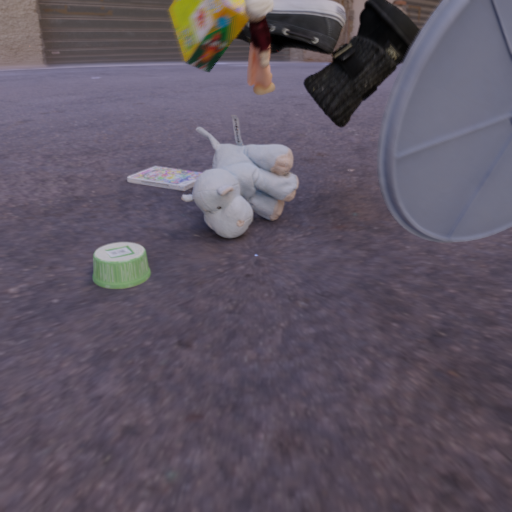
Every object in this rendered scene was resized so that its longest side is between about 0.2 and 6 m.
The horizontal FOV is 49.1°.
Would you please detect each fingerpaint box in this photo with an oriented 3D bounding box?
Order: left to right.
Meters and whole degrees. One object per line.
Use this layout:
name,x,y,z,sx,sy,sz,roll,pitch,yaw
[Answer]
fingerpaint box,-0.794,-3.999,9.235,0.529,1.202,1.441,10,49,-40

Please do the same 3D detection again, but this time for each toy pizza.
toy pizza,2.413,-1.481,5.275,3.114,3.114,0.493,-10,40,-22

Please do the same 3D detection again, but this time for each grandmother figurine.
grandmother figurine,0.039,-2.726,7.126,0.418,1.382,0.838,-16,55,-6

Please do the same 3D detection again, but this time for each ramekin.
ramekin,-2.084,0.123,8.614,0.878,0.429,0.878,0,24,0

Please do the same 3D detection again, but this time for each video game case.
video game case,-2.106,-1.890,13.567,1.643,0.148,1.176,12,26,24

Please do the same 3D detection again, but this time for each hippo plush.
hippo plush,-0.282,-1.312,10.154,1.717,2.155,1.733,-12,25,29

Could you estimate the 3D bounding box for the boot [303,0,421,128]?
boot,1.930,-3.774,10.772,1.094,2.174,2.908,40,23,-16

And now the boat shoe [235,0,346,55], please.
boat shoe,0.278,-4.254,10.541,2.925,0.828,1.004,15,3,36
